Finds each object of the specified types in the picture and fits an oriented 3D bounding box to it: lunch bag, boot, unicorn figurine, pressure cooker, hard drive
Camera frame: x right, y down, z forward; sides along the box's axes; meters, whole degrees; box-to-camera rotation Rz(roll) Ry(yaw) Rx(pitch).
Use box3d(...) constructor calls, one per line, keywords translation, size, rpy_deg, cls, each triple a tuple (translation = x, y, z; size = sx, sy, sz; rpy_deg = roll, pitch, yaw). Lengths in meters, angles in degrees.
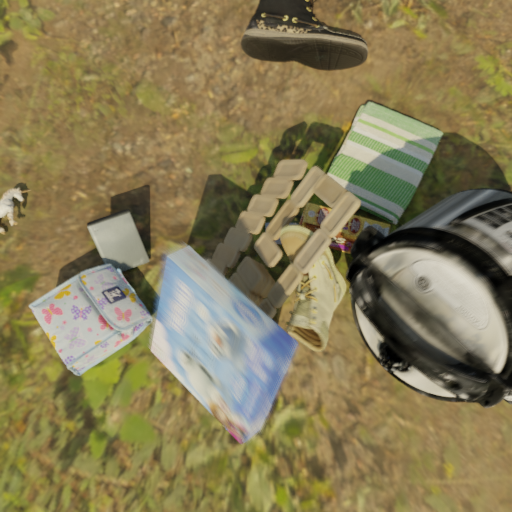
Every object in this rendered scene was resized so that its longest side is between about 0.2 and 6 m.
box3d(translation=(-3.137, 1.132, 10.793), size=(1.797, 1.142, 1.524), rpy_deg=(-32, 74, -18), cls="lunch bag")
box3d(translation=(1.264, -5.678, 13.371), size=(2.975, 1.089, 2.240), rpy_deg=(7, 70, 9), cls="boot")
box3d(translation=(-5.347, -0.951, 11.897), size=(1.227, 0.453, 0.842), rpy_deg=(-27, 64, -5), cls="unicorn figurine")
box3d(translation=(0.858, 0.568, 9.659), size=(0.698, 1.937, 1.498), rpy_deg=(-8, 43, 36), cls="boot")
box3d(translation=(3.355, 0.730, 9.387), size=(3.475, 3.057, 3.104), rpy_deg=(-28, 111, -37), cls="pressure cooker")
box3d(translation=(-2.767, -0.259, 11.310), size=(0.865, 1.239, 0.204), rpy_deg=(-20, 35, -8), cls="hard drive")

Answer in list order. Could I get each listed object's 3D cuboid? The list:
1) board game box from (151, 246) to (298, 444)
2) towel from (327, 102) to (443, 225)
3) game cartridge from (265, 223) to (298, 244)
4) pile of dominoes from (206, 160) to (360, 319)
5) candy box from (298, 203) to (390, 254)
box3d(translation=(-0.677, 1.512, 9.281), size=(2.471, 2.483, 0.539), rpy_deg=(40, 46, 25), cls="board game box")
box3d(translation=(2.772, -2.113, 12.444), size=(1.952, 0.299, 2.559), rpy_deg=(26, 71, 9), cls="towel")
box3d(translation=(0.544, -0.479, 11.908), size=(0.701, 0.142, 0.467), rpy_deg=(1, 67, 0), cls="game cartridge")
box3d(translation=(0.376, -0.170, 10.210), size=(3.233, 0.515, 2.520), rpy_deg=(-53, 37, 14), cls="pile of dominoes")
box3d(translation=(1.733, -0.487, 11.381), size=(1.723, 1.005, 0.486), rpy_deg=(14, 71, 0), cls="candy box")
